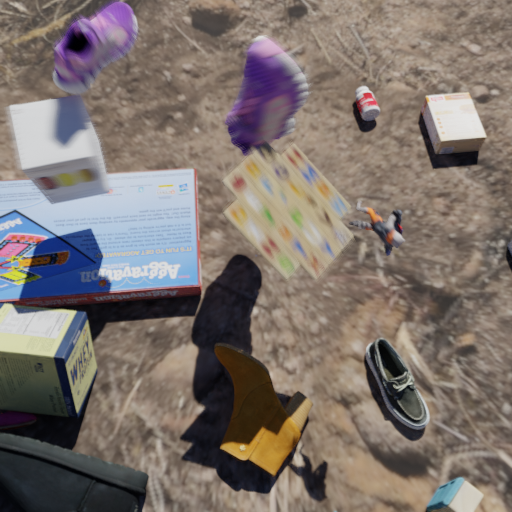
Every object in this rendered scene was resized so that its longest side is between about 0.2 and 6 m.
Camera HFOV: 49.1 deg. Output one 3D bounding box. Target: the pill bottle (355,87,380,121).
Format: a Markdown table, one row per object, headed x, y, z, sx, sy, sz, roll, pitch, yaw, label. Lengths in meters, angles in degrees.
| x | y | z | sx | sy | sz | roll | pitch | yaw | label |
| --- | --- | --- | --- | --- | --- | --- | --- | --- | --- |
| 2.648 | -3.664 | 13.442 | 0.439 | 0.439 | 0.782 | -11 | 63 | -6 | pill bottle |

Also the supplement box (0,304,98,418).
| x | y | z | sx | sy | sz | roll | pitch | yaw | label |
| --- | --- | --- | --- | --- | --- | --- | --- | --- | --- |
| -3.785 | 1.814 | 9.701 | 1.605 | 1.606 | 1.078 | 5 | 38 | 3 | supplement box |

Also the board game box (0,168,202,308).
| x | y | z | sx | sy | sz | roll | pitch | yaw | label |
| --- | --- | --- | --- | --- | --- | --- | --- | --- | --- |
| -4.015 | -0.353 | 11.602 | 5.667 | 0.551 | 2.917 | -4 | 61 | -2 | board game box |

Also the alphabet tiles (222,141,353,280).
| x | y | z | sx | sy | sz | roll | pitch | yaw | label |
| --- | --- | --- | --- | --- | --- | --- | --- | --- | --- |
| 0.513 | -0.703 | 8.552 | 2.044 | 0.065 | 1.701 | 46 | 68 | -6 | alphabet tiles |

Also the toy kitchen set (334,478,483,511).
| x | y | z | sx | sy | sz | roll | pitch | yaw | label |
| --- | --- | --- | --- | --- | --- | --- | --- | --- | --- |
| 2.234 | 4.100 | 8.869 | 1.584 | 1.165 | 1.977 | 37 | 67 | 18 | toy kitchen set |

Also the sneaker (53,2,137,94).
| x | y | z | sx | sy | sz | roll | pitch | yaw | label |
| --- | --- | --- | --- | --- | --- | --- | --- | --- | --- |
| -2.501 | -3.371 | 8.679 | 0.721 | 0.793 | 1.793 | 30 | 69 | 8 | sneaker |

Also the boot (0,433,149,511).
| x | y | z | sx | sy | sz | roll | pitch | yaw | label |
| --- | --- | --- | --- | --- | --- | --- | --- | --- | --- |
| -3.512 | 4.370 | 8.670 | 3.201 | 1.222 | 2.690 | 15 | 59 | 1 | boot |

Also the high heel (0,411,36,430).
| x | y | z | sx | sy | sz | roll | pitch | yaw | label |
| --- | --- | --- | --- | --- | --- | --- | --- | --- | --- |
| -4.723 | 2.678 | 9.938 | 1.700 | 0.573 | 0.817 | -4 | 73 | 2 | high heel |

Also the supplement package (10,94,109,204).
| x | y | z | sx | sy | sz | roll | pitch | yaw | label |
| --- | --- | --- | --- | --- | --- | --- | --- | --- | --- |
| -3.316 | -1.763 | 9.666 | 1.147 | 2.017 | 1.105 | -13 | 82 | -9 | supplement package |

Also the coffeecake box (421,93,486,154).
| x | y | z | sx | sy | sz | roll | pitch | yaw | label |
| --- | --- | --- | --- | --- | --- | --- | --- | --- | --- |
| 4.589 | -3.108 | 13.102 | 1.064 | 0.506 | 1.386 | -6 | 62 | -3 | coffeecake box |

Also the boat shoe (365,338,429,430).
| x | y | z | sx | sy | sz | roll | pitch | yaw | label |
| --- | --- | --- | --- | --- | --- | --- | --- | --- | --- |
| 2.533 | 2.298 | 10.142 | 0.630 | 0.620 | 1.747 | -26 | 65 | -13 | boat shoe |

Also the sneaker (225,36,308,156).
| x | y | z | sx | sy | sz | roll | pitch | yaw | label |
| --- | --- | --- | --- | --- | --- | --- | --- | --- | --- |
| 0.043 | -2.459 | 9.304 | 1.198 | 2.710 | 1.090 | -40 | 81 | -10 | sneaker |

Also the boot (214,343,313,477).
| x | y | z | sx | sy | sz | roll | pitch | yaw | label |
| --- | --- | --- | --- | --- | --- | --- | --- | --- | --- |
| -0.219 | 2.682 | 9.858 | 2.185 | 0.769 | 1.564 | 33 | 66 | 12 | boot |

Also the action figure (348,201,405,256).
| x | y | z | sx | sy | sz | roll | pitch | yaw | label |
| --- | --- | --- | --- | --- | --- | --- | --- | --- | --- |
| 1.766 | -0.322 | 8.054 | 0.438 | 0.838 | 0.810 | -29 | 45 | -29 | action figure |

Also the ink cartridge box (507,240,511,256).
| x | y | z | sx | sy | sz | roll | pitch | yaw | label |
| --- | --- | --- | --- | --- | --- | --- | --- | --- | --- |
| 5.991 | 0.538 | 11.207 | 1.079 | 0.425 | 2.169 | -8 | 61 | -4 | ink cartridge box |
